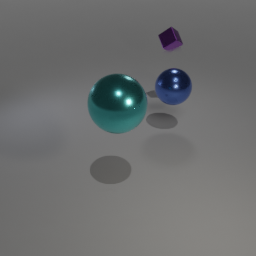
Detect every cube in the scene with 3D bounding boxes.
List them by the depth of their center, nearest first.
[{"bbox_3d":[1.862,-3.846,12.218,0.700,0.700,0.700,-25,-14,31],"label":"cube"}]

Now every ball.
[{"bbox_3d":[-0.244,-0.563,6.548,1.400,1.400,1.400,0,29,0],"label":"ball"},{"bbox_3d":[1.724,-1.567,10.660,1.400,1.400,1.400,0,29,0],"label":"ball"}]
